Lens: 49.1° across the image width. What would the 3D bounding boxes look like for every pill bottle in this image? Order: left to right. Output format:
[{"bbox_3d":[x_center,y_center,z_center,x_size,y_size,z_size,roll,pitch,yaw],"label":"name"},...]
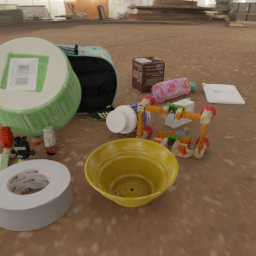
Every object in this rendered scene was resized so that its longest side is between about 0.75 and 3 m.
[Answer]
[{"bbox_3d":[0.010,-0.305,9.088,0.916,0.916,1.530,15,16,28],"label":"pill bottle"}]

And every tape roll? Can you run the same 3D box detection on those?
[{"bbox_3d":[-2.161,1.421,6.280,1.796,0.593,1.796,0,26,0],"label":"tape roll"}]

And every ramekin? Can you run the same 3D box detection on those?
[{"bbox_3d":[-2.796,-1.265,8.113,2.730,1.334,2.730,1,69,-2],"label":"ramekin"}]

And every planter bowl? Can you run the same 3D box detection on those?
[{"bbox_3d":[0.086,1.154,6.423,2.073,0.863,2.073,-1,33,0],"label":"planter bowl"}]

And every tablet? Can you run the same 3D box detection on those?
[{"bbox_3d":[4.343,-1.602,12.909,1.560,0.164,2.397,3,26,7],"label":"tablet"}]

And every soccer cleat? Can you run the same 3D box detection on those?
[{"bbox_3d":[-0.825,-0.565,10.312,1.441,0.584,0.487,7,27,13],"label":"soccer cleat"}]

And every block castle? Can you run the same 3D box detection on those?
[{"bbox_3d":[1.369,-0.083,8.336,2.217,1.482,1.040,12,28,20],"label":"block castle"}]

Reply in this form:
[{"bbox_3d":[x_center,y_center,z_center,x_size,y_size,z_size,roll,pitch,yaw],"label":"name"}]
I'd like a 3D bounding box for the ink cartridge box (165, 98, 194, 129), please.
[{"bbox_3d":[1.952,-0.564,10.105,1.318,0.759,0.447,-21,34,-35],"label":"ink cartridge box"}]

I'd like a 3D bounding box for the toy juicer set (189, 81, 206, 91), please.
[{"bbox_3d":[3.030,-1.984,13.425,1.780,0.484,1.132,12,13,36],"label":"toy juicer set"}]

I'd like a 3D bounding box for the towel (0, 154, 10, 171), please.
[{"bbox_3d":[-3.789,1.016,7.321,1.217,0.142,0.928,1,38,-17],"label":"towel"}]

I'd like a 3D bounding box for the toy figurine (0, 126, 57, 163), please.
[{"bbox_3d":[-2.777,0.436,7.913,1.383,0.962,1.362,20,31,38],"label":"toy figurine"}]

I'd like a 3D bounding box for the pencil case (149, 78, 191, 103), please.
[{"bbox_3d":[1.893,-1.683,12.368,1.935,0.846,0.846,-21,33,-35],"label":"pencil case"}]

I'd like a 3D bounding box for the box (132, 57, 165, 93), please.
[{"bbox_3d":[0.946,-2.563,13.404,1.176,1.432,1.188,-11,29,-22],"label":"box"}]

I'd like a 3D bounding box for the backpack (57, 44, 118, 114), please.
[{"bbox_3d":[-1.907,-1.895,10.750,2.987,2.626,2.290,2,29,-5],"label":"backpack"}]
